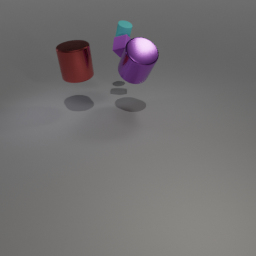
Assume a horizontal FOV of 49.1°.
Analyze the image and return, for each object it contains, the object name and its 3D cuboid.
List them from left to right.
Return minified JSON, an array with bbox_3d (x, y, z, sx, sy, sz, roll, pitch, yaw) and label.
[{"bbox_3d":[-2.235,-2.840,11.922,1.400,1.400,1.400,-3,36,2],"label":"cylinder"},{"bbox_3d":[-0.214,-3.778,12.943,0.700,0.700,0.700,-3,-18,31],"label":"cube"},{"bbox_3d":[-0.201,-4.683,13.483,0.700,0.700,0.700,9,45,-9],"label":"cylinder"},{"bbox_3d":[0.399,-2.786,11.720,1.400,1.400,1.400,7,64,-14],"label":"cylinder"}]
